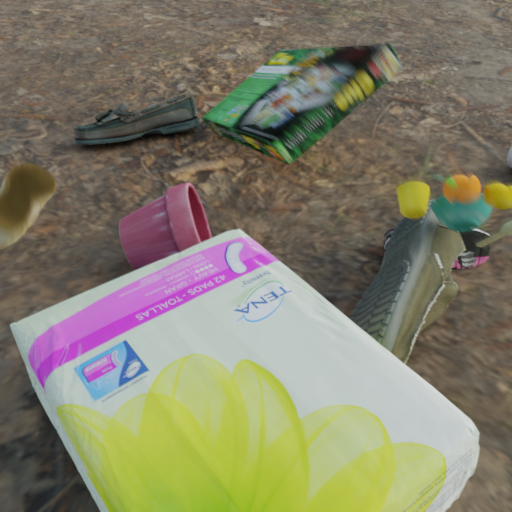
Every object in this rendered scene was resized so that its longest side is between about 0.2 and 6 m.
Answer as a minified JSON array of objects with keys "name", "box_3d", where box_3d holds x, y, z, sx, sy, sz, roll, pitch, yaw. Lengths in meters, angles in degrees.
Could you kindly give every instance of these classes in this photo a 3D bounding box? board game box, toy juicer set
[{"name":"board game box","box_3d":[0.586,-3.298,11.598,2.658,0.595,5.074,-43,26,-1]},{"name":"toy juicer set","box_3d":[3.025,-0.708,7.676,2.021,1.286,0.550,18,67,-32]}]

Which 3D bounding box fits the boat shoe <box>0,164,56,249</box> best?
[{"name":"boat shoe","box_3d":[-4.010,-0.853,9.336,0.789,0.708,2.132,36,26,-17]}]

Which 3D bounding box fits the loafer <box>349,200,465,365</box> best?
[{"name":"loafer","box_3d":[2.357,0.549,8.133,1.174,1.267,3.370,38,56,-6]}]

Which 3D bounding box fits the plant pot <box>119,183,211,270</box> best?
[{"name":"plant pot","box_3d":[-1.521,-0.368,9.445,1.300,1.452,1.452,-16,37,6]}]

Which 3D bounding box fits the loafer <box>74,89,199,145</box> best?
[{"name":"loafer","box_3d":[-2.928,-3.390,13.592,3.049,0.959,1.095,-13,26,-17]}]

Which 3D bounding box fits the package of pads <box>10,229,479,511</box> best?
[{"name":"package of pads","box_3d":[-0.262,1.714,6.417,3.446,1.521,4.461,-24,45,-28]}]

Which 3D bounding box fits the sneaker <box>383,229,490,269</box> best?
[{"name":"sneaker","box_3d":[3.128,-0.302,9.815,1.887,0.758,0.815,4,27,-4]}]

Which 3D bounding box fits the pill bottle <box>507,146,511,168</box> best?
[{"name":"pill bottle","box_3d":[6.227,-1.962,11.881,0.861,0.861,1.554,-20,40,-24]}]
